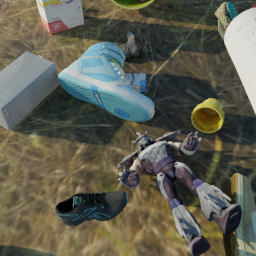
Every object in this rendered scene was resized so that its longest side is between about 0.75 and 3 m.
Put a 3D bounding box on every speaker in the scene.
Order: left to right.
[{"bbox_3d":[2.413,-0.975,4.687,1.032,1.032,2.542,0,47,0],"label":"speaker"}]

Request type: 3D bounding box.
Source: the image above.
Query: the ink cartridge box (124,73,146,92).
[{"bbox_3d":[0.076,-1.290,7.982,0.854,0.290,0.496,0,52,0],"label":"ink cartridge box"}]

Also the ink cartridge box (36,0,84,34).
[{"bbox_3d":[-2.305,-4.410,9.135,1.330,2.283,0.770,-27,56,-18],"label":"ink cartridge box"}]

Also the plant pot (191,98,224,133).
[{"bbox_3d":[2.046,-0.373,7.033,0.762,0.762,0.717,20,40,15],"label":"plant pot"}]

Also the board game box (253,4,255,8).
[{"bbox_3d":[4.738,-3.151,8.769,2.121,0.648,2.800,40,61,2],"label":"board game box"}]

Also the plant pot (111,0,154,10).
[{"bbox_3d":[0.657,-6.111,10.555,2.637,2.637,2.818,21,38,15],"label":"plant pot"}]

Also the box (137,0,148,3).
[{"bbox_3d":[0.433,-4.147,7.625,0.878,1.059,0.869,6,83,-35],"label":"box"}]

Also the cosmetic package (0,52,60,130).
[{"bbox_3d":[-2.883,-1.054,7.453,1.075,0.908,2.013,27,54,19],"label":"cosmetic package"}]

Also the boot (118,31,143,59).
[{"bbox_3d":[-0.058,-2.674,9.008,0.774,0.410,1.175,-17,49,-6],"label":"boot"}]

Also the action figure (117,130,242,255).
[{"bbox_3d":[0.882,0.921,5.620,1.917,1.022,2.946,-36,44,-2],"label":"action figure"}]

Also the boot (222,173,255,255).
[{"bbox_3d":[2.738,2.043,5.042,1.856,0.865,2.400,5,58,5],"label":"boot"}]

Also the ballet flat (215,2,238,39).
[{"bbox_3d":[3.363,-2.984,8.906,0.682,0.757,2.011,-20,82,-34],"label":"ballet flat"}]

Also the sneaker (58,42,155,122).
[{"bbox_3d":[-0.280,-1.398,7.434,2.814,1.119,1.837,25,65,18],"label":"sneaker"}]

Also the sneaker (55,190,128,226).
[{"bbox_3d":[-0.455,0.968,3.467,0.930,0.369,0.351,-20,43,7],"label":"sneaker"}]
